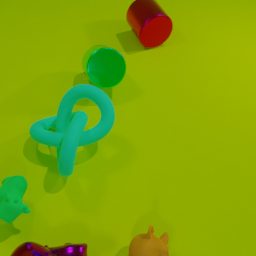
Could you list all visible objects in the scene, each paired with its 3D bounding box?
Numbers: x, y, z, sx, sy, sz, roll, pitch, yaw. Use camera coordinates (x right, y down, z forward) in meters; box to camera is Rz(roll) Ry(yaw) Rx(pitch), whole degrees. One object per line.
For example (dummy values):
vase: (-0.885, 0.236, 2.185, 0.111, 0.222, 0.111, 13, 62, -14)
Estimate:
monkey head: (0.398, 2.194, 5.198, 0.702, 1.165, 0.838, 29, 31, 4)
knot shape: (-1.414, -0.003, 6.482, 1.945, 0.960, 2.078, 9, 67, 42)
cylinder: (-0.671, -1.686, 7.607, 1.043, 1.043, 1.043, -15, 23, -10)
monkey head: (-1.244, 2.544, 4.613, 1.987, 1.430, 1.198, -40, 39, 13)
cylinder: (0.671, -3.375, 8.948, 1.156, 1.156, 1.156, -18, 56, -12)
cow figurine: (-2.228, 1.325, 5.451, 1.056, 0.589, 1.073, -23, 30, 30)
